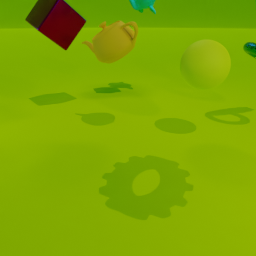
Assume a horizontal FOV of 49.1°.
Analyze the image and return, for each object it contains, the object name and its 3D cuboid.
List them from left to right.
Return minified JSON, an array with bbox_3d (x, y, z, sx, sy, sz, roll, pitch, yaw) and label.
[{"bbox_3d":[-2.220,-3.307,8.618,1.133,1.133,1.133,42,8,40],"label":"cube"},{"bbox_3d":[-0.438,-2.150,6.861,1.799,0.881,1.119,-9,37,43],"label":"teapot"},{"bbox_3d":[0.621,-4.774,10.234,1.027,1.705,1.227,-10,-10,19],"label":"monkey head"},{"bbox_3d":[1.833,-1.501,6.695,1.172,1.172,1.172,0,22,0],"label":"ball"},{"bbox_3d":[3.593,-1.854,7.249,1.290,0.258,1.290,25,19,-9],"label":"ring"}]
